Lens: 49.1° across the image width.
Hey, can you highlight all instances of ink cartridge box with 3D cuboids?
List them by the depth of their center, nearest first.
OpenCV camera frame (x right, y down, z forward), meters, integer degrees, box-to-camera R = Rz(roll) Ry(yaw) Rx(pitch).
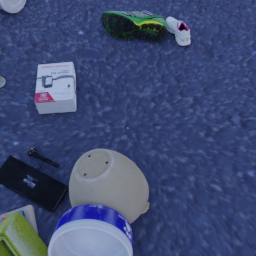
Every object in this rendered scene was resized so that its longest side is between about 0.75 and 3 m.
[{"bbox_3d":[-2.195,-1.253,8.606,1.122,0.644,1.545,-6,58,-4],"label":"ink cartridge box"}]

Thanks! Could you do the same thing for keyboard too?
[{"bbox_3d":[-2.395,1.231,7.295,1.944,0.200,1.235,25,67,14],"label":"keyboard"}]

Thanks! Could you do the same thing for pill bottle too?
[{"bbox_3d":[-5.164,-5.440,10.925,2.111,1.264,1.264,29,62,17],"label":"pill bottle"}]

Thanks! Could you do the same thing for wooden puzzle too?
[{"bbox_3d":[-2.637,2.308,6.592,0.884,0.205,0.819,-17,58,-10],"label":"wooden puzzle"}]

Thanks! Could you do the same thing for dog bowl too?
[{"bbox_3d":[-0.719,2.366,5.672,1.645,1.645,0.648,3,26,2],"label":"dog bowl"}]

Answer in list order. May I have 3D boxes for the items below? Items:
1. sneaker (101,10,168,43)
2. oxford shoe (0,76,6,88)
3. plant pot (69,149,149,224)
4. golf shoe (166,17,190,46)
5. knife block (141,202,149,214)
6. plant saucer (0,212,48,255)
[{"bbox_3d":[0.219,-3.787,10.189,2.439,0.952,1.039,10,50,-4],"label":"sneaker"},{"bbox_3d":[-4.569,-1.320,8.814,1.355,0.391,0.509,-28,65,-14],"label":"oxford shoe"},{"bbox_3d":[-0.567,1.199,6.333,1.865,1.252,1.865,-11,42,10],"label":"plant pot"},{"bbox_3d":[1.840,-3.665,10.137,0.576,0.700,1.530,-21,58,-12],"label":"golf shoe"},{"bbox_3d":[-0.434,1.743,6.645,1.502,0.481,1.319,-29,74,-15],"label":"knife block"},{"bbox_3d":[-2.631,3.438,5.471,2.691,0.645,2.695,-40,70,-21],"label":"plant saucer"}]
